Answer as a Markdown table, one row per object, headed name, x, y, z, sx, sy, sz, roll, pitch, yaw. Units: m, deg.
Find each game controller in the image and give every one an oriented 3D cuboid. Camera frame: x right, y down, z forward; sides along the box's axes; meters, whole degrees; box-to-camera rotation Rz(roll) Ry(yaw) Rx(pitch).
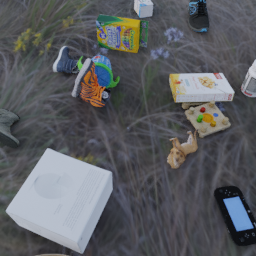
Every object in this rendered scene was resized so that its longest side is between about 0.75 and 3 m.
| name | x | y | z | sx | sy | sz | roll | pitch | yaw |
| --- | --- | --- | --- | --- | --- | --- | --- | --- | --- |
| game controller | 3.429 | 2.712 | 8.812 | 0.979 | 0.395 | 1.877 | -10 | 55 | -7 |

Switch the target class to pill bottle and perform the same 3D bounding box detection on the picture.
| name | x | y | z | sx | sy | sz | roll | pitch | yaw |
| --- | --- | --- | --- | --- | --- | --- | --- | --- | --- |
| pill bottle | 5.359 | -2.077 | 11.636 | 0.856 | 1.503 | 0.856 | 0 | 54 | 0 |

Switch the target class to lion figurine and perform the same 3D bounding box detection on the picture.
| name | x | y | z | sx | sy | sz | roll | pitch | yaw |
| --- | --- | --- | --- | --- | --- | --- | --- | --- | --- |
| lion figurine | 2.080 | 0.733 | 10.123 | 1.677 | 0.608 | 1.027 | -21 | 88 | -23 |

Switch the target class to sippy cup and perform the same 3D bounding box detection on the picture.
| name | x | y | z | sx | sy | sz | roll | pitch | yaw |
| --- | --- | --- | --- | --- | --- | --- | --- | --- | --- |
| sippy cup | -1.244 | -2.469 | 12.072 | 1.329 | 1.692 | 1.240 | -16 | 38 | 17 |

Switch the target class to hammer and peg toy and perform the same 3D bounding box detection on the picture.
| name | x | y | z | sx | sy | sz | roll | pitch | yaw |
| --- | --- | --- | --- | --- | --- | --- | --- | --- | --- |
| hammer and peg toy | 3.015 | -0.591 | 11.069 | 1.374 | 0.659 | 1.868 | -18 | 56 | -13 |

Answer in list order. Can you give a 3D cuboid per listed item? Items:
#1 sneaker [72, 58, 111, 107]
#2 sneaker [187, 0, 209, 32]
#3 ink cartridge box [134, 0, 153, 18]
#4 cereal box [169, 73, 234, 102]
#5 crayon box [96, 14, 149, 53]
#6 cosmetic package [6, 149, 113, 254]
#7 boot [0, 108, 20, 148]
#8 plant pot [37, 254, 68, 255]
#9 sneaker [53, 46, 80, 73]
| name | x | y | z | sx | sy | sz | roll | pitch | yaw |
| --- | --- | --- | --- | --- | --- | --- | --- | --- | --- |
| sneaker | -1.250 | -1.660 | 10.771 | 1.431 | 2.555 | 0.991 | 25 | 69 | -8 |
| sneaker | 3.719 | -6.206 | 14.900 | 1.023 | 1.145 | 2.795 | -3 | 54 | -3 |
| ink cartridge box | 0.853 | -6.741 | 15.540 | 0.732 | 0.729 | 0.998 | -15 | 55 | -12 |
| cereal box | 3.033 | -1.737 | 11.819 | 2.364 | 0.467 | 1.701 | -2 | 39 | -1 |
| crayon box | -0.273 | -4.465 | 13.397 | 2.378 | 1.495 | 0.613 | 10 | 54 | 8 |
| cosmetic package | -1.921 | 2.185 | 8.570 | 2.257 | 1.387 | 2.250 | 18 | 56 | 13 |
| boot | -4.615 | -0.102 | 10.772 | 1.892 | 0.641 | 1.236 | 28 | 53 | 17 |
| plant pot | -2.109 | 4.226 | 7.001 | 1.941 | 1.941 | 1.303 | 2 | 90 | 1 |
| sneaker | -2.657 | -3.134 | 12.948 | 1.165 | 0.613 | 1.613 | 6 | 56 | 8 |
